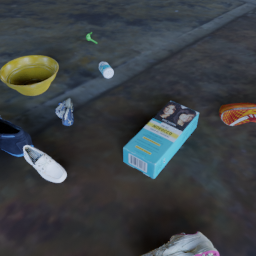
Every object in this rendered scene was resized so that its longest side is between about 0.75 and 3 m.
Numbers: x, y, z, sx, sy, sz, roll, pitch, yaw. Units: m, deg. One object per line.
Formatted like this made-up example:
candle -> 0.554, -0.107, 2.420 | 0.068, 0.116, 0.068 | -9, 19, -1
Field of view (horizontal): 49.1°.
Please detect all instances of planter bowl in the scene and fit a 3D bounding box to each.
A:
planter bowl -> -3.394, -1.722, 9.900 | 1.996, 0.831, 1.996 | 0, 43, 0

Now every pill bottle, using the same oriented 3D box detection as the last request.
pill bottle -> -0.868, -2.264, 10.783 | 0.417, 0.417, 0.754 | -17, 45, -17

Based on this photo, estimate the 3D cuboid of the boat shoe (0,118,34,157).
boat shoe -> -3.860, -0.086, 8.085 | 2.660, 0.913, 1.119 | 14, 45, 14

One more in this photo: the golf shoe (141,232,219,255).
golf shoe -> 0.924, 2.533, 5.628 | 1.668, 0.628, 0.763 | -5, 26, -7

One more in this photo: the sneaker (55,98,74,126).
sneaker -> -2.032, -0.453, 8.892 | 0.532, 0.481, 1.249 | -12, 36, 2

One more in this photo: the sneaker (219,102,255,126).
sneaker -> 3.952, -0.525, 8.645 | 2.197, 0.802, 0.848 | 4, 29, 4

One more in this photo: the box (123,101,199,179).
box -> 0.997, 0.238, 7.964 | 1.024, 0.612, 2.489 | 26, 49, 25

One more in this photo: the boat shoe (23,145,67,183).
boat shoe -> -2.156, 0.894, 7.070 | 1.364, 0.473, 0.483 | 30, 65, 17

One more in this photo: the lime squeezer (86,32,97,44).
lime squeezer -> -1.756, -4.251, 13.058 | 0.412, 0.220, 1.167 | -12, 44, -13
